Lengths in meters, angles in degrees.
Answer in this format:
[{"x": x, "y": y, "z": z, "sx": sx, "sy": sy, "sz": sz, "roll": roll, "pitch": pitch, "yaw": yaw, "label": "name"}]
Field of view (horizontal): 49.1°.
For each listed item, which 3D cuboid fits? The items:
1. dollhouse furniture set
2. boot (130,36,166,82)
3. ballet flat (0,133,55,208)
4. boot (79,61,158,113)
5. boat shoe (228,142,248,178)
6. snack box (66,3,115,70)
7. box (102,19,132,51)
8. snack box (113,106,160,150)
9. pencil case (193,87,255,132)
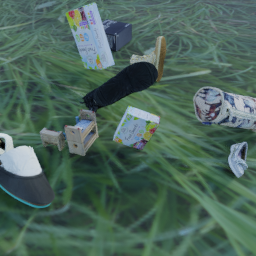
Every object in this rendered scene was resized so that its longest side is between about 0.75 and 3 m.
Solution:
[{"x": -1.413, "y": 0.028, "z": 6.704, "sx": 1.114, "sy": 0.780, "sz": 0.785, "roll": 11, "pitch": 38, "yaw": 18, "label": "dollhouse furniture set"}, {"x": 0.640, "y": -2.351, "z": 9.263, "sx": 1.136, "sy": 1.462, "sz": 0.532, "roll": 20, "pitch": 36, "yaw": 24, "label": "boot"}, {"x": -2.546, "y": 0.697, "z": 5.944, "sx": 2.623, "sy": 0.897, "sz": 0.892, "roll": 25, "pitch": 18, "yaw": 25, "label": "ballet flat"}, {"x": -0.296, "y": -1.031, "z": 7.402, "sx": 1.907, "sy": 0.706, "sz": 1.563, "roll": -31, "pitch": 8, "yaw": -16, "label": "boot"}, {"x": 2.556, "y": 0.696, "z": 6.415, "sx": 0.384, "sy": 0.335, "sz": 1.043, "roll": 47, "pitch": 39, "yaw": -10, "label": "boat shoe"}, {"x": -1.244, "y": -2.921, "z": 9.144, "sx": 0.513, "sy": 1.937, "sz": 1.378, "roll": -30, "pitch": 27, "yaw": -25, "label": "snack box"}, {"x": -0.677, "y": -3.865, "z": 11.602, "sx": 1.239, "sy": 0.708, "sz": 1.360, "roll": 19, "pitch": 44, "yaw": 21, "label": "box"}, {"x": 0.178, "y": 0.029, "z": 6.542, "sx": 0.776, "sy": 1.091, "sz": 0.289, "roll": 19, "pitch": 49, "yaw": -8, "label": "snack box"}, {"x": 2.663, "y": -0.391, "z": 6.794, "sx": 2.235, "sy": 0.869, "sz": 1.000, "roll": 7, "pitch": 28, "yaw": -32, "label": "pencil case"}]
